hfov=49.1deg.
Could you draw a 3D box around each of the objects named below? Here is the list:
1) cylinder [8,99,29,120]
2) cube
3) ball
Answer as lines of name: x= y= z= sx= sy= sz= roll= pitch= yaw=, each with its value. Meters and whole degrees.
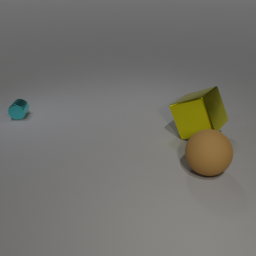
cylinder: x=-4.698 y=-0.807 z=12.046 sx=0.700 sy=0.700 sz=0.700 roll=-1 pitch=29 yaw=-3
cube: x=2.634 y=-0.551 z=10.365 sx=1.400 sy=1.400 sz=1.400 roll=-12 pitch=14 yaw=43
ball: x=2.436 y=0.736 z=8.464 sx=1.400 sy=1.400 sz=1.400 roll=0 pitch=29 yaw=0
